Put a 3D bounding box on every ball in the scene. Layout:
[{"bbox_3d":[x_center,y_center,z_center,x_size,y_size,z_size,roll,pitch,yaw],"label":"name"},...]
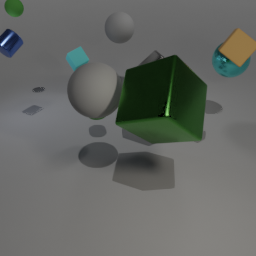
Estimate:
[{"bbox_3d":[-4.430,-4.691,10.898,0.700,0.700,0.700,0,30,0],"label":"ball"},{"bbox_3d":[-0.394,-4.685,13.111,1.400,1.400,1.400,0,30,0],"label":"ball"},{"bbox_3d":[-0.817,-0.939,7.051,1.400,1.400,1.400,0,30,0],"label":"ball"},{"bbox_3d":[3.936,-2.636,10.713,1.400,1.400,1.400,0,30,0],"label":"ball"}]

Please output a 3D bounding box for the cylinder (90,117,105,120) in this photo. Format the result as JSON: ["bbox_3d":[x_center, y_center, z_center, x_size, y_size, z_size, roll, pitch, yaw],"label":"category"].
[{"bbox_3d":[-1.113,-0.756,9.945,0.700,0.700,0.700,-2,35,1],"label":"cylinder"}]

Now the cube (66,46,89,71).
[{"bbox_3d":[-2.234,-3.037,12.363,0.700,0.700,0.700,-35,6,-18],"label":"cube"}]

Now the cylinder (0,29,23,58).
[{"bbox_3d":[-4.111,-2.914,9.653,0.700,0.700,0.700,21,69,31],"label":"cylinder"}]

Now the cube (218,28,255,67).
[{"bbox_3d":[2.898,-2.130,7.400,0.700,0.700,0.700,39,23,0],"label":"cube"}]

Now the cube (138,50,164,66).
[{"bbox_3d":[0.902,-1.456,9.086,1.400,1.400,1.400,-41,19,13],"label":"cube"}]

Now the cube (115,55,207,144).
[{"bbox_3d":[0.777,-0.540,6.278,1.400,1.400,1.400,-7,-25,42],"label":"cube"}]
